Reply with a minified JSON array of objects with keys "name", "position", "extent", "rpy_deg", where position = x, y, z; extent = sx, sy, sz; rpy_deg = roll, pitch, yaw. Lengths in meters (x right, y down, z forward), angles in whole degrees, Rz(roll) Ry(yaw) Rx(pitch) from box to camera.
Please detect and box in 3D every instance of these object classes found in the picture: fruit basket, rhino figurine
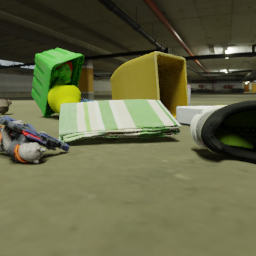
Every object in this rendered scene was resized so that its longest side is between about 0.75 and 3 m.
[{"name":"fruit basket","position":[-2.659,-1.572,11.672],"extent":[2.964,2.964,2.138],"rpy_deg":[5,28,36]},{"name":"rhino figurine","position":[-7.172,-1.031,13.764],"extent":[2.712,0.811,1.186],"rpy_deg":[-4,8,-20]}]

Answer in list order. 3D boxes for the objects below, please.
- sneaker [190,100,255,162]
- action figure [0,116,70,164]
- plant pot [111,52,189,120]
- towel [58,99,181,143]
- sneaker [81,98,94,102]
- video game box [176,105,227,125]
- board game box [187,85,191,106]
[{"name":"sneaker","position":[2.396,0.037,4.348],"extent":[2.817,1.039,1.232],"rpy_deg":[-2,7,14]},{"name":"action figure","position":[-1.701,0.297,4.650],"extent":[1.366,0.715,1.322],"rpy_deg":[31,-9,-41]},{"name":"plant pot","position":[0.747,-1.505,11.420],"extent":[2.570,2.496,2.512],"rpy_deg":[-2,5,37]},{"name":"towel","position":[-0.287,-0.236,6.642],"extent":[2.610,0.305,1.991],"rpy_deg":[-5,26,-9]},{"name":"sneaker","position":[-1.530,-0.938,12.742],"extent":[0.987,0.870,2.214],"rpy_deg":[1,6,29]},{"name":"video game box","position":[3.419,-0.379,9.037],"extent":[2.573,0.661,2.824],"rpy_deg":[-6,9,-26]},{"name":"board game box","position":[2.229,-1.194,12.575],"extent":[0.305,1.397,1.404],"rpy_deg":[-4,8,-28]}]
